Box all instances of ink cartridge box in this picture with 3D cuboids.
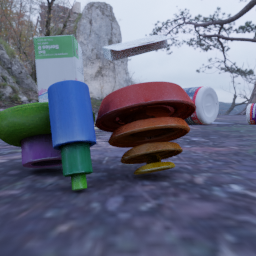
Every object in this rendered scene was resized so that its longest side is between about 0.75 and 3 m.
[{"bbox_3d":[-1.786,-1.109,7.753,1.075,2.457,1.785,-5,5,-3],"label":"ink cartridge box"},{"bbox_3d":[0.325,-2.225,7.796,1.741,0.379,1.511,-17,25,-15],"label":"ink cartridge box"}]

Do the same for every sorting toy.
[{"bbox_3d":[-0.329,0.154,2.557,1.959,0.804,1.177,-11,-14,12],"label":"sorting toy"}]

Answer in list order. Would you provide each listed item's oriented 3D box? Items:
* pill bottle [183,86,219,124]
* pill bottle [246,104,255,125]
[{"bbox_3d":[2.616,-1.037,13.269,1.708,1.708,2.856,-3,3,-43],"label":"pill bottle"},{"bbox_3d":[6.170,-0.608,12.325,1.698,0.955,0.955,2,4,36],"label":"pill bottle"}]
